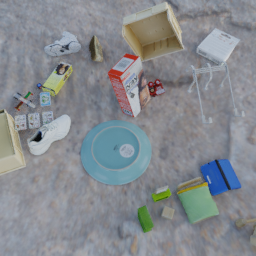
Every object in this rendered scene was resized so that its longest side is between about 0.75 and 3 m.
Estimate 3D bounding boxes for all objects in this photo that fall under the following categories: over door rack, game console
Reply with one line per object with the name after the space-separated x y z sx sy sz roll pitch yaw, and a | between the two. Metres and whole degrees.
3.408 -1.395 11.286 1.807 0.815 2.446 -12 81 -21 | over door rack
3.372 1.787 10.196 0.997 0.691 1.168 -29 60 20 | game console

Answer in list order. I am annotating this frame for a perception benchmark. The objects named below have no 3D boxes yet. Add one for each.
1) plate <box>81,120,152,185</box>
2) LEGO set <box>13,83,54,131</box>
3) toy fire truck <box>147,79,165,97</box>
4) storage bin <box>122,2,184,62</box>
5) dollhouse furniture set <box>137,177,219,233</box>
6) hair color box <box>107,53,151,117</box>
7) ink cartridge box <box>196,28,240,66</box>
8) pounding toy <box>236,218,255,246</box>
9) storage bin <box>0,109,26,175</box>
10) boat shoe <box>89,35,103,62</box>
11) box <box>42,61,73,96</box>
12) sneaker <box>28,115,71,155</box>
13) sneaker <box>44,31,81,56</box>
-0.452 0.799 10.609 2.725 0.348 2.725 0 60 0 | plate
-3.917 -0.871 11.608 1.510 0.496 2.022 -9 70 -9 | LEGO set
1.154 -1.675 11.967 0.762 0.427 0.640 -22 82 -11 | toy fire truck
1.056 -3.912 11.601 2.000 1.986 0.937 -11 63 25 | storage bin
1.673 2.529 9.235 2.774 1.071 1.386 -17 63 -9 | dollhouse furniture set
0.110 -1.601 10.841 0.697 2.179 1.208 24 63 31 | hair color box
4.239 -3.836 13.165 1.380 0.429 1.715 34 62 17 | ink cartridge box
4.470 3.257 8.844 1.844 1.055 1.058 23 64 12 | pounding toy
-5.223 0.671 10.298 2.204 1.033 2.188 -19 62 -10 | storage bin
-1.460 -3.660 13.029 0.497 0.549 1.541 14 54 -33 | boat shoe
-3.060 -2.153 12.206 0.598 0.398 1.590 19 64 11 | box
-2.953 0.174 10.661 0.739 0.864 1.983 34 65 18 | sneaker
-3.092 -3.933 13.080 1.656 0.622 0.952 -11 61 -12 | sneaker
